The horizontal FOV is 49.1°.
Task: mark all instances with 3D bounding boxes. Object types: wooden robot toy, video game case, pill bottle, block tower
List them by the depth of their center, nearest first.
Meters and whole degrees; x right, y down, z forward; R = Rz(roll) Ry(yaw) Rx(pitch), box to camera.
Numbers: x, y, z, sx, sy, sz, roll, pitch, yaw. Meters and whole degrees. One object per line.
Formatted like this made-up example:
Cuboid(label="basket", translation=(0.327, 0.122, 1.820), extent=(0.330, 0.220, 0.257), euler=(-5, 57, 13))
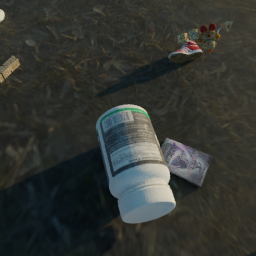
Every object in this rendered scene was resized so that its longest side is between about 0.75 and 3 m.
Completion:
Cuboid(label="pill bottle", translation=(0.145, 0.834, 6.810), extent=(1.463, 1.463, 2.588), euler=(-11, 56, -8))
Cuboid(label="wooden robot toy", translation=(2.058, -2.338, 7.410), extent=(1.449, 0.638, 0.657), euler=(-9, 97, 18))
Cuboid(label="video game case", translation=(1.471, 0.902, 7.589), extent=(1.374, 0.130, 0.982), euler=(22, 58, 16))
Cuboid(label="block tower", translation=(-4.115, -2.004, 9.513), extent=(0.301, 0.281, 1.042), euler=(21, 58, 13))

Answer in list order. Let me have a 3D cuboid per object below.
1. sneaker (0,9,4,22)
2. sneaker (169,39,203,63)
Cuboid(label="sneaker", translation=(-5.275, -4.390, 11.067), extent=(0.439, 0.474, 1.169), euler=(6, 54, 6))
Cuboid(label="sneaker", translation=(1.939, -2.746, 9.921), extent=(1.281, 0.456, 0.720), euler=(-11, 59, -16))
